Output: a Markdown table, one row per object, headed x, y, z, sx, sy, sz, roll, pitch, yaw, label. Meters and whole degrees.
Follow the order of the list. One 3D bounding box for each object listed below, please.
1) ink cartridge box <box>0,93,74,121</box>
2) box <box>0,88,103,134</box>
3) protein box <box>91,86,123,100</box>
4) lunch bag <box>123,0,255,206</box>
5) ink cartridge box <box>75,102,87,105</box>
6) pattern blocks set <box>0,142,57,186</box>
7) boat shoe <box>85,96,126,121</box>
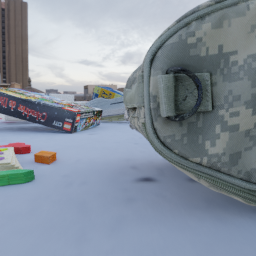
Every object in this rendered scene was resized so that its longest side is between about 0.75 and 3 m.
| x | y | z | sx | sy | sz | roll | pitch | yaw | label |
| --- | --- | --- | --- | --- | --- | --- | --- | --- | --- |
| -3.138 | -0.707 | 9.619 | 2.224 | 0.921 | 1.630 | -1 | 3 | -30 | ink cartridge box |
| -2.196 | -0.522 | 7.231 | 2.656 | 0.501 | 1.814 | 15 | 9 | 11 | box |
| -0.817 | -1.409 | 14.397 | 1.566 | 1.056 | 1.554 | 22 | 13 | 18 | protein box |
| 0.876 | -0.275 | 2.436 | 1.799 | 1.494 | 2.144 | 1 | 5 | -2 | lunch bag |
| -2.546 | -1.022 | 14.564 | 1.220 | 0.707 | 2.095 | 3 | 6 | 27 | ink cartridge box |
| -1.623 | 0.350 | 3.043 | 1.640 | 0.151 | 1.866 | -4 | 7 | -36 | pattern blocks set |
| -0.691 | -0.538 | 9.672 | 2.416 | 0.749 | 0.870 | 0 | 47 | 41 | boat shoe |
